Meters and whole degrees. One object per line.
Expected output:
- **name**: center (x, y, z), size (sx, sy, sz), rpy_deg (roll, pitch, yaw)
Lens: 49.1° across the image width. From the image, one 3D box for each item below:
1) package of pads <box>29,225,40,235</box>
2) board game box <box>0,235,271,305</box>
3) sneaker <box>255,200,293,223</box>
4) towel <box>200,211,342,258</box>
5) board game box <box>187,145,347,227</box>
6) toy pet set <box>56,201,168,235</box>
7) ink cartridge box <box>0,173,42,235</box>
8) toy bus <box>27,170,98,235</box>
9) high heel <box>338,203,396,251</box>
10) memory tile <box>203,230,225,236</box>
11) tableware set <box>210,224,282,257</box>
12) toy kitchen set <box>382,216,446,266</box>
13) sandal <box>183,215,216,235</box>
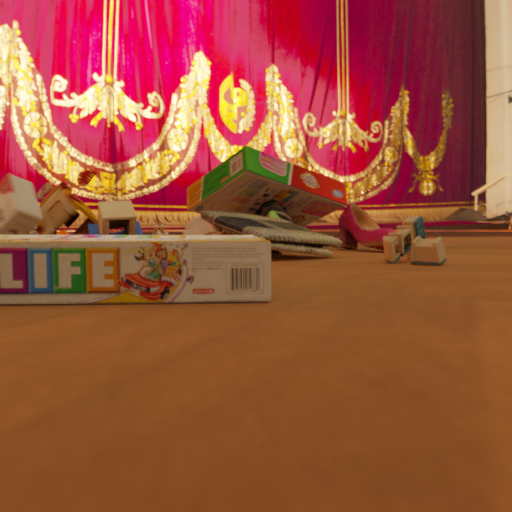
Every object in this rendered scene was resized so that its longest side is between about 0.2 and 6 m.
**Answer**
- **package of pads**: center (-5.554, -0.693, 10.038), size (2.302, 1.016, 2.979), rpy_deg (2, -8, 37)
- **board game box**: center (-1.361, 0.068, 5.026), size (2.824, 0.483, 1.899), rpy_deg (0, 3, -5)
- **sneaker**: center (0.498, -0.837, 13.710), size (0.957, 1.045, 2.495), rpy_deg (-19, -4, -3)
- **towel**: center (0.261, -0.392, 9.778), size (1.945, 0.336, 1.873), rpy_deg (2, 15, -41)
- **board game box**: center (0.273, -1.480, 14.072), size (3.241, 0.654, 2.480), rpy_deg (14, -26, -37)
- **toy pet set**: center (-2.080, -0.083, 8.128), size (1.570, 0.833, 1.465), rpy_deg (-5, 40, -22)
- **ink cartridge box**: center (-3.938, -0.585, 8.756), size (1.129, 0.828, 0.468), rpy_deg (-39, -33, 19)
- **toy bus**: center (-3.148, -0.594, 9.403), size (1.571, 1.665, 0.860), rpy_deg (-19, -48, 33)
- **high heel**: center (2.539, -0.690, 12.125), size (0.772, 1.100, 2.293), rpy_deg (12, -4, -19)
- **memory tile**: center (-0.831, -0.525, 13.446), size (1.602, 0.175, 2.090), rpy_deg (-14, 6, 12)
- **tableware set**: center (-0.153, -0.260, 10.882), size (1.735, 0.526, 2.625), rpy_deg (11, 7, -10)
- **toy kitchen set**: center (2.579, -0.106, 8.558), size (0.932, 0.685, 1.163), rpy_deg (3, 25, 39)
- **sandal**: center (-1.364, -0.731, 16.004), size (0.604, 0.999, 2.456), rpy_deg (34, -6, -25)
